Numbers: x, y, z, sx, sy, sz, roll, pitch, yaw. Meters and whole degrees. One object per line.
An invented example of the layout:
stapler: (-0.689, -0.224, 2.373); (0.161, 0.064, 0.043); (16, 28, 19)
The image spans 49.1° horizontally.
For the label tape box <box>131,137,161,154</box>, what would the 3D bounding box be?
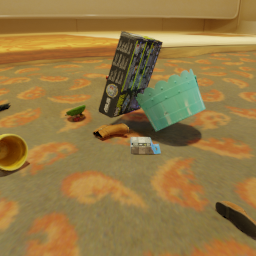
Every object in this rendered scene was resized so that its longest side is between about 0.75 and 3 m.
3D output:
label tape box: (0.567, 0.564, 9.168); (0.959, 0.317, 0.687); (-1, 24, 1)

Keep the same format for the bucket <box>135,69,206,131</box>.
bucket: (1.559, -0.940, 10.014); (2.281, 1.484, 2.281); (-24, -1, 0)

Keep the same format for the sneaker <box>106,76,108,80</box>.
sneaker: (-0.568, -2.937, 16.758); (1.817, 0.712, 1.050); (5, 30, 42)

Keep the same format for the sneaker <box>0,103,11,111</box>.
sneaker: (-5.581, -0.950, 12.638); (0.414, 0.238, 0.794); (-7, 21, -3)

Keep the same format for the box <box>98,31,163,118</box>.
box: (0.143, -1.984, 10.580); (0.657, 2.968, 2.378); (27, 24, 22)

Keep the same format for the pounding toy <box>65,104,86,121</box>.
pounding toy: (-2.113, -0.568, 11.657); (0.850, 0.511, 1.101); (-24, 3, -23)

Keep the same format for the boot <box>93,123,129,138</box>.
boot: (-0.616, 0.114, 10.007); (1.136, 0.435, 0.882); (15, 27, 33)

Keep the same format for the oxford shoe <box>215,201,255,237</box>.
oxford shoe: (2.461, 1.908, 6.083); (0.409, 0.409, 1.147); (-7, 23, -26)

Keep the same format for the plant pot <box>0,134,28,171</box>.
plant pot: (-3.620, 0.683, 8.187); (0.971, 1.032, 1.032); (1, 19, 43)
